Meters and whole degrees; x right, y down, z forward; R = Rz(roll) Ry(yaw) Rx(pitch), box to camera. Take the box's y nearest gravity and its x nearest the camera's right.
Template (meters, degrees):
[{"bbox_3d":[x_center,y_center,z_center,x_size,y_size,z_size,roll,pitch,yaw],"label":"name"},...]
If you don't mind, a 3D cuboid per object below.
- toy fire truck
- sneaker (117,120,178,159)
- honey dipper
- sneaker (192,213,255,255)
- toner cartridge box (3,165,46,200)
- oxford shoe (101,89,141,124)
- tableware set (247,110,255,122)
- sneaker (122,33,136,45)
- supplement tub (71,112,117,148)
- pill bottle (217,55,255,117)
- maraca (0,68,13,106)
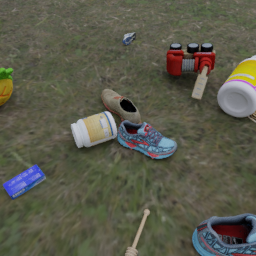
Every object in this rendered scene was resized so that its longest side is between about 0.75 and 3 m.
[{"bbox_3d":[2.549,-2.378,11.565,1.993,1.457,2.265,4,40,12],"label":"toy fire truck"},{"bbox_3d":[0.610,0.335,9.287,2.118,1.012,0.840,14,48,13],"label":"sneaker"},{"bbox_3d":[0.264,2.819,7.415,0.294,0.294,1.549,15,48,14],"label":"honey dipper"},{"bbox_3d":[3.088,2.744,6.733,2.864,1.368,1.136,3,46,3],"label":"sneaker"},{"bbox_3d":[-3.158,1.642,8.572,1.123,0.242,0.533,-32,55,-27],"label":"toner cartridge box"},{"bbox_3d":[-0.253,-0.961,10.628,0.815,0.865,2.314,-30,53,-25],"label":"oxford shoe"},{"bbox_3d":[5.091,-0.357,10.501,0.723,0.219,1.094,-24,51,-21],"label":"tableware set"},{"bbox_3d":[-0.032,-4.628,14.522,0.475,0.430,1.115,16,40,28],"label":"sneaker"},{"bbox_3d":[-1.161,0.073,9.558,1.365,0.987,0.987,-18,49,-17],"label":"supplement tub"},{"bbox_3d":[4.716,-1.764,10.951,1.486,1.486,2.850,27,52,23],"label":"pill bottle"},{"bbox_3d":[-5.017,-1.530,10.338,1.681,2.452,1.312,-38,95,-33],"label":"maraca"}]
